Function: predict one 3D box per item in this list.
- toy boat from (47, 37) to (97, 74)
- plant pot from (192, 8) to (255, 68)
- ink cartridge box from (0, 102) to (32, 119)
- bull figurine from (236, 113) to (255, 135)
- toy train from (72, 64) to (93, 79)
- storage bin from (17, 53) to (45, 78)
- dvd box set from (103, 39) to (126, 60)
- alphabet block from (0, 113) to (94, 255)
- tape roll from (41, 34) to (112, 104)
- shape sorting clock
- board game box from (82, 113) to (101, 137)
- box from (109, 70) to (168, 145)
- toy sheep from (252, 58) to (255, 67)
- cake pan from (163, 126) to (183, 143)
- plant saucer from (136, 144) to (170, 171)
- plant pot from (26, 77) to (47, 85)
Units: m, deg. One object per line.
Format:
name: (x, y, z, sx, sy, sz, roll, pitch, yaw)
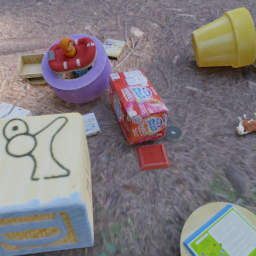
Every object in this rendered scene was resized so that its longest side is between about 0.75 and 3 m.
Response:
toy boat: (-2.099, -2.812, 10.172, 1.867, 1.220, 1.218, -11, 68, 3)
plant pot: (4.055, -3.704, 12.235, 2.261, 2.404, 2.404, -12, 48, 11)
ink cartridge box: (-4.446, -0.377, 10.321, 1.568, 0.523, 0.908, 17, 51, 14)
bull figurine: (4.392, -0.139, 10.152, 1.216, 0.396, 0.738, -6, 69, -11)
toy train: (-2.157, -2.713, 12.281, 0.956, 0.725, 1.673, -35, 56, -19)
storage bin: (-4.139, -2.692, 12.168, 1.100, 0.516, 1.092, -6, 48, -5)
dvd box set: (-0.763, -3.815, 13.572, 1.020, 0.205, 1.394, 12, 49, 11)
alphabet block: (-2.284, 1.467, 7.286, 2.601, 2.615, 2.663, -3, 49, -6)
tape roll: (-2.006, -2.366, 11.159, 2.600, 1.105, 2.600, -4, 66, 8)
shape sorting clock: (2.632, 3.180, 7.174, 2.625, 0.515, 2.625, 1, 49, -1)
board game box: (-1.518, -0.086, 10.182, 0.834, 0.172, 0.832, -17, 62, -12)
box: (0.269, -0.833, 10.026, 1.339, 1.283, 2.687, -11, 43, -14)
toy sheep: (6.178, -3.379, 12.274, 1.684, 1.684, 2.443, 32, 59, 25)
cake pan: (1.617, 0.201, 10.069, 0.754, 0.138, 0.754, 0, 49, 0)
plant saucer: (0.830, 0.928, 9.401, 0.995, 0.183, 0.993, -5, 49, -6)
plant pot: (-3.797, -2.251, 12.218, 1.226, 0.168, 1.226, 0, 48, 1)
